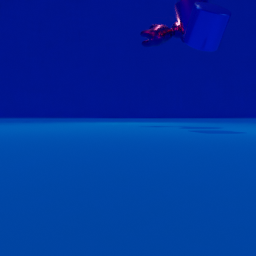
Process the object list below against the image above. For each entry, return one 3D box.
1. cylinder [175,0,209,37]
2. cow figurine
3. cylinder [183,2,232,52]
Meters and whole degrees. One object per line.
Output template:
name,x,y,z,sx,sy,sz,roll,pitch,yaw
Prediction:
cylinder,2.395,-4.047,10.114,1.168,1.168,1.168,-16,8,2
cow figurine,1.492,-3.672,10.972,1.594,0.889,1.620,10,36,34
cylinder,2.018,-2.602,7.205,0.955,0.955,0.955,8,37,-6
